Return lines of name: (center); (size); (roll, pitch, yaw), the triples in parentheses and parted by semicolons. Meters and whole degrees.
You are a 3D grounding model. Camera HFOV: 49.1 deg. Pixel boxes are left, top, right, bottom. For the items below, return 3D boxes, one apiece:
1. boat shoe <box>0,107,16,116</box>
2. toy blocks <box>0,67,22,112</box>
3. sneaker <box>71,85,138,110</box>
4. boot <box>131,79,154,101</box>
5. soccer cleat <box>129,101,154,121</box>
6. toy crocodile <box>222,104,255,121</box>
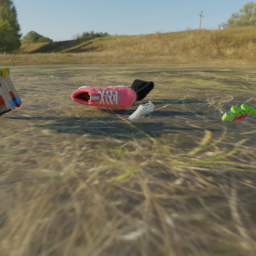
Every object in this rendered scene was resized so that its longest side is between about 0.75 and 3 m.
boat shoe: (-4.475, -1.123, 9.481); (0.661, 1.455, 0.515); (-32, -3, -10)
toy blocks: (-3.936, -1.033, 8.458); (0.922, 1.261, 1.845); (-18, 15, 11)
sneaker: (-0.917, -1.063, 10.239); (2.503, 0.922, 1.086); (2, 12, 15)
boot: (0.429, -1.709, 12.594); (1.016, 0.511, 1.359); (17, 46, 41)
soccer cleat: (0.365, -0.506, 8.201); (0.838, 0.325, 0.290); (-27, 26, 8)
toy crocodile: (3.031, -0.378, 7.661); (1.162, 0.392, 0.359); (-13, 57, -33)
